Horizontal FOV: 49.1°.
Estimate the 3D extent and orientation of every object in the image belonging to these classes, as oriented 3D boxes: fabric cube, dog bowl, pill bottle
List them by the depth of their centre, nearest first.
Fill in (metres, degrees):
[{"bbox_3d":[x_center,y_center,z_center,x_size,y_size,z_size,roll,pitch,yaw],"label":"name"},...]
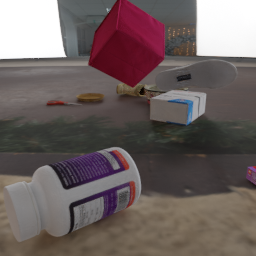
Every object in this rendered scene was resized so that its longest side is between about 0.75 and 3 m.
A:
[{"bbox_3d":[-0.972,1.170,5.064,2.206,1.229,1.229,-13,22,-34],"label":"pill bottle"},{"bbox_3d":[-0.045,-3.543,11.896,2.321,2.285,2.329,23,-37,-26],"label":"fabric cube"},{"bbox_3d":[1.944,-1.679,14.351,2.260,0.833,2.260,-1,18,0],"label":"dog bowl"}]

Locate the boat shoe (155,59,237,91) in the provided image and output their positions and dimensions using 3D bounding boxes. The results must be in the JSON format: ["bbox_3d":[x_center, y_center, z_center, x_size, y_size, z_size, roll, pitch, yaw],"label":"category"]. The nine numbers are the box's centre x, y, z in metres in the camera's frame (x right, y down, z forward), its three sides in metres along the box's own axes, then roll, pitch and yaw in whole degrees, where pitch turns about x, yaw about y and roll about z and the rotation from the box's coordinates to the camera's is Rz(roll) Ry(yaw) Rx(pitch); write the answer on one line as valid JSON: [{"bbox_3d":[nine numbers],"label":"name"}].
[{"bbox_3d":[1.708,-1.313,7.083,1.996,0.718,0.656,-8,17,27],"label":"boat shoe"}]

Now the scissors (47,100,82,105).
[{"bbox_3d":[-3.181,-1.291,14.258,2.000,0.139,0.732,1,16,7],"label":"scissors"}]

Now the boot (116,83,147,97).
[{"bbox_3d":[0.516,-2.383,16.573,1.641,0.768,2.111,10,22,29],"label":"boot"}]

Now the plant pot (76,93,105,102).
[{"bbox_3d":[-2.045,-1.668,15.312,1.549,0.213,1.549,0,17,0],"label":"plant pot"}]

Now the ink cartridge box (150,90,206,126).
[{"bbox_3d":[2.163,-0.930,11.854,1.635,0.952,2.261,11,21,31],"label":"ink cartridge box"}]

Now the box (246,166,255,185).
[{"bbox_3d":[3.620,1.282,6.151,1.144,0.327,1.672,-4,19,-13],"label":"box"}]
